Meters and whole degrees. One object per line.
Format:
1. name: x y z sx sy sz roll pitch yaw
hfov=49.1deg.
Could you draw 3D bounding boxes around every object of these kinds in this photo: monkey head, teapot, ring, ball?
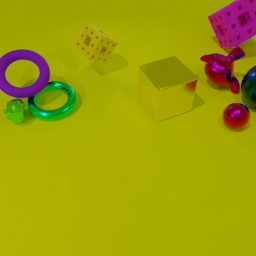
1. monkey head: 3.064 -1.939 8.813 1.695 1.219 1.021 40 44 -15
2. teapot: -3.223 -0.477 7.907 0.554 0.703 1.131 -2 9 -14
3. ring: -3.157 -1.641 8.380 1.611 0.322 1.611 3 71 -9
4. ball: 3.007 -0.343 7.791 0.727 0.727 0.727 0 47 0
5. ball: 4.035 -1.227 8.204 1.366 1.366 1.366 0 47 0
6. ring: -2.296 -0.860 8.491 1.531 0.306 1.531 1 53 -1

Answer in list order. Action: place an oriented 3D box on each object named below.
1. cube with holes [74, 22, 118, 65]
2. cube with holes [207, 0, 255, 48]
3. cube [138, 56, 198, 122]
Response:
1. cube with holes: -1.053 -2.778 9.274 0.865 0.865 0.865 47 24 26
2. cube with holes: 3.911 -3.813 10.062 1.298 1.298 1.298 -29 15 4
3. cube: 1.110 -1.158 8.217 1.241 1.241 1.241 -19 50 -17
